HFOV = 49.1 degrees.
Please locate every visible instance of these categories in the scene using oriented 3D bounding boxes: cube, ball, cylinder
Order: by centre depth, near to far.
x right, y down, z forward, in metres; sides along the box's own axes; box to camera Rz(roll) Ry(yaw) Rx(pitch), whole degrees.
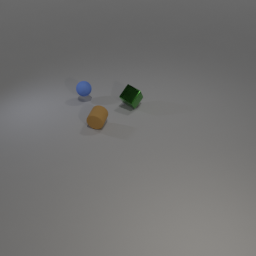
[{"bbox_3d":[-1.214,-0.428,11.162,0.700,0.700,0.700,8,41,12],"label":"cylinder"},{"bbox_3d":[0.153,-1.371,12.325,0.700,0.700,0.700,32,84,20],"label":"cube"},{"bbox_3d":[-2.006,-1.784,12.728,0.700,0.700,0.700,0,34,0],"label":"ball"}]
